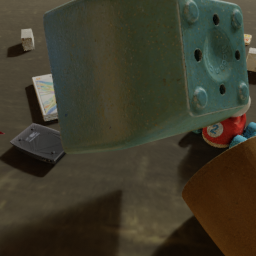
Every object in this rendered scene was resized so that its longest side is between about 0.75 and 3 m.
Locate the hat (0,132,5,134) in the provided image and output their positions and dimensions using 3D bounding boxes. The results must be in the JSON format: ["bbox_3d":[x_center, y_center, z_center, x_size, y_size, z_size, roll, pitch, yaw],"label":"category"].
[{"bbox_3d":[-4.545,0.134,8.122,1.062,1.283,1.129,-36,95,-45],"label":"hat"}]

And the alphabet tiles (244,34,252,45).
[{"bbox_3d":[4.942,-4.508,13.802,2.111,0.154,2.065,17,42,20],"label":"alphabet tiles"}]

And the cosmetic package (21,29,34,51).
[{"bbox_3d":[-4.635,-4.093,12.945,0.518,0.614,1.149,-12,43,-14],"label":"cosmetic package"}]

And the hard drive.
[{"bbox_3d":[-2.323,0.431,7.691,1.518,0.321,1.024,18,43,20],"label":"hard drive"}]

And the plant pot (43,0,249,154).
[{"bbox_3d":[0.480,-1.012,5.005,2.694,2.701,2.752,-12,7,-39],"label":"plant pot"}]

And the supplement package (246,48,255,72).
[{"bbox_3d":[5.214,-2.666,11.105,0.954,0.743,0.529,15,42,17],"label":"supplement package"}]

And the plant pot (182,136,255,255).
[{"bbox_3d":[2.616,1.767,4.720,2.457,2.457,2.636,-14,53,-16],"label":"plant pot"}]

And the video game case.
[{"bbox_3d":[-1.983,-1.318,9.829,2.362,0.285,2.591,-15,42,-17],"label":"video game case"}]

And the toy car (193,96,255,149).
[{"bbox_3d":[2.771,-0.462,7.674,1.523,1.722,1.587,-32,49,-33],"label":"toy car"}]
